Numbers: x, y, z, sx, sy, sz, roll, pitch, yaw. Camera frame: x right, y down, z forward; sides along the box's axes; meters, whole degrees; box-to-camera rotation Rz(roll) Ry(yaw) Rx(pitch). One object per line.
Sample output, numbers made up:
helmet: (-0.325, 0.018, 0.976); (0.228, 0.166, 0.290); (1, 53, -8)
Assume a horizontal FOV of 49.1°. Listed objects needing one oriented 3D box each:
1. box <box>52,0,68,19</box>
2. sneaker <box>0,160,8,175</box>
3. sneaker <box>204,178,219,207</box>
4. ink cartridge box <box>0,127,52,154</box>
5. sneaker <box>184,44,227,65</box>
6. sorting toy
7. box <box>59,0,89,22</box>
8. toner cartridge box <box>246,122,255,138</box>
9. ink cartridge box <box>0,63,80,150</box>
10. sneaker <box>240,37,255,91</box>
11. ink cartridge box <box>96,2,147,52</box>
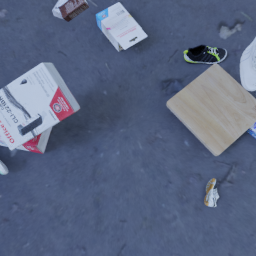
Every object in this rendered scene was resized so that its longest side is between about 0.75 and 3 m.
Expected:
box: (-2.931, -5.720, 13.131); (0.709, 0.365, 1.215); (22, 73, 7)
sneaker: (-5.333, 1.449, 10.460); (1.758, 0.647, 1.037); (33, 68, 21)
sneaker: (3.142, 2.401, 10.336); (0.460, 0.397, 1.050); (23, 72, -11)
ink cartridge box: (-4.325, -0.220, 10.821); (2.561, 1.097, 1.890); (10, 71, 2)
sneaker: (3.349, -3.179, 12.004); (1.950, 0.808, 0.699); (-8, 71, -3)
sorting toy: (3.369, -0.665, 11.044); (2.726, 0.954, 2.743); (-38, 75, -12)
box: (-1.999, -4.454, 10.350); (1.032, 0.387, 0.517); (-26, 76, 16)
toner cartridge box: (5.602, -0.321, 11.228); (0.842, 0.383, 1.772); (41, 76, 13)
ink cartridge box: (-3.136, -0.703, 9.088); (2.499, 1.046, 1.803); (-30, 100, 8)
sneaker: (4.253, -2.459, 8.741); (1.103, 2.961, 1.290); (18, 35, 15)
ink cartridge box: (-0.277, -4.334, 12.433); (1.284, 0.757, 2.231); (-33, 74, -11)
